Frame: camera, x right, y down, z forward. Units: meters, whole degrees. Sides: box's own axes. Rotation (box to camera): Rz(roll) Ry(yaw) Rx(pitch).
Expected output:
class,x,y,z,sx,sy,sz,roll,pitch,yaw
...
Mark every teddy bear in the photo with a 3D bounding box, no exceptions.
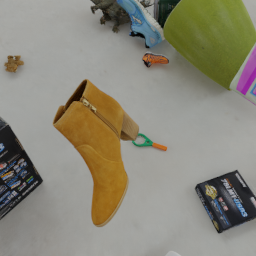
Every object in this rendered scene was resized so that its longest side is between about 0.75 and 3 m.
class,x,y,z,sx,sy,sz,roll,pitch,yaw
teddy bear,-4.072,-2.289,9.980,0.706,0.325,0.974,-19,50,-21

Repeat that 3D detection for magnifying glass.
class,x,y,z,sx,sy,sz,roll,pitch,yaw
magnifying glass,0.620,0.444,8.198,1.073,0.120,0.427,17,57,14

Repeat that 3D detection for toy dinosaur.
class,x,y,z,sx,sy,sz,roll,pitch,yaw
toy dinosaur,-0.589,-4.760,11.340,2.988,1.150,1.528,16,45,15

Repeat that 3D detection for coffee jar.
class,x,y,z,sx,sy,sz,roll,pitch,yaw
coffee jar,2.424,-4.605,10.823,2.784,1.452,1.188,-1,45,-2

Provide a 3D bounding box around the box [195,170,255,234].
class,x,y,z,sx,sy,sz,roll,pitch,yaw
box,2.561,1.833,7.121,1.265,0.317,1.275,-17,58,-10

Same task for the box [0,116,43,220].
class,x,y,z,sx,sy,sz,roll,pitch,yaw
box,-3.373,1.357,5.937,0.695,2.778,2.799,35,63,23

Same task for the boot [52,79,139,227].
class,x,y,z,sx,sy,sz,roll,pitch,yaw
boot,-0.671,0.394,4.840,0.782,1.591,2.222,-12,52,45

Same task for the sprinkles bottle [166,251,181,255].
class,x,y,z,sx,sy,sz,roll,pitch,yaw
sprinkles bottle,0.401,3.674,5.524,0.842,0.842,2.467,37,64,23

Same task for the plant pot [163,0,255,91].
class,x,y,z,sx,sy,sz,roll,pitch,yaw
plant pot,3.034,-2.755,9.110,2.677,2.677,2.861,-26,73,-17

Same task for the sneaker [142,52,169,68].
class,x,y,z,sx,sy,sz,roll,pitch,yaw
sneaker,0.947,-2.359,9.995,0.976,0.379,0.547,20,61,25

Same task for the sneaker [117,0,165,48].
class,x,y,z,sx,sy,sz,roll,pitch,yaw
sneaker,0.318,-3.972,10.435,1.067,0.930,2.372,-41,82,13

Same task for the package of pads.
class,x,y,z,sx,sy,sz,roll,pitch,yaw
package of pads,3.570,-1.376,5.576,0.881,2.582,1.995,-6,40,-39
